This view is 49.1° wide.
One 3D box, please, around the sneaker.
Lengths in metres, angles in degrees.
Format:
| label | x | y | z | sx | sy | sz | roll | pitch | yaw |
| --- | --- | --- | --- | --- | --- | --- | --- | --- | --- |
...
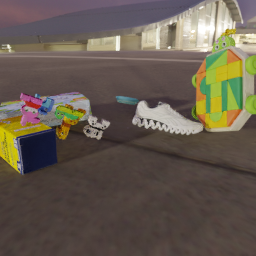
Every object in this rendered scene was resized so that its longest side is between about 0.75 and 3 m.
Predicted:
| label | x | y | z | sx | sy | sz | roll | pitch | yaw |
| --- | --- | --- | --- | --- | --- | --- | --- | --- | --- |
| sneaker | 1.016 | -0.250 | 6.989 | 1.760 | 0.713 | 0.661 | 11 | 4 | 7 |

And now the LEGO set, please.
| label | x | y | z | sx | sy | sz | roll | pitch | yaw |
| --- | --- | --- | --- | --- | --- | --- | --- | --- | --- |
| LEGO set | -1.457 | -0.122 | 6.021 | 1.905 | 0.782 | 0.727 | 18 | 9 | -29 |

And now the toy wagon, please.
| label | x | y | z | sx | sy | sz | roll | pitch | yaw |
| --- | --- | --- | --- | --- | --- | --- | --- | --- | --- |
| toy wagon | 2.355 | -1.220 | 7.023 | 0.513 | 2.595 | 2.013 | 2 | -3 | -26 |

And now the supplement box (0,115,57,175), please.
| label | x | y | z | sx | sy | sz | roll | pitch | yaw |
| --- | --- | --- | --- | --- | --- | --- | --- | --- | --- |
| supplement box | -2.099 | 0.280 | 5.640 | 0.740 | 0.736 | 1.351 | -16 | 25 | -40 |

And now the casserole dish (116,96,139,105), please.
| label | x | y | z | sx | sy | sz | roll | pitch | yaw |
| --- | --- | --- | --- | --- | --- | --- | --- | --- | --- |
| casserole dish | -0.031 | -0.866 | 8.877 | 0.755 | 0.146 | 0.457 | 10 | -6 | -12 |

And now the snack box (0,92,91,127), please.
| label | x | y | z | sx | sy | sz | roll | pitch | yaw |
| --- | --- | --- | --- | --- | --- | --- | --- | --- | --- |
| snack box | -2.318 | -0.484 | 7.822 | 2.290 | 0.607 | 1.628 | -12 | 20 | -17 |
